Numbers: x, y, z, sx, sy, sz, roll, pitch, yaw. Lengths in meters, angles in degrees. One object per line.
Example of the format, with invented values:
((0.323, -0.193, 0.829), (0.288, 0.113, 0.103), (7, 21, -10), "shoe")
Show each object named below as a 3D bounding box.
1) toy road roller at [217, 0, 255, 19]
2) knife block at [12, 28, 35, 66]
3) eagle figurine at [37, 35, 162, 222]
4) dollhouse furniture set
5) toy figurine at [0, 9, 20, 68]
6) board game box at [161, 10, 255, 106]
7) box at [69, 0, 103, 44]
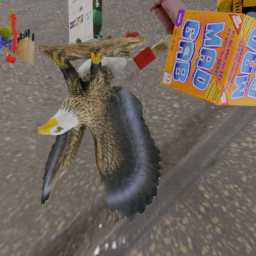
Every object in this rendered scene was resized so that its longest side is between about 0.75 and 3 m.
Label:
((2.892, -3.511, 7.224), (1.120, 1.534, 0.942), (7, 71, 23), "toy road roller")
((-2.554, -2.103, 7.152), (0.895, 0.286, 0.786), (37, 94, 34), "knife block")
((-0.708, -0.057, 4.962), (2.186, 2.896, 2.197), (-16, 24, -22), "eagle figurine")
((0.763, -2.538, 7.253), (2.084, 0.848, 1.121), (-43, 104, -18), "dollhouse furniture set")
((-3.279, -2.265, 6.557), (1.158, 1.020, 1.934), (3, 36, -30), "toy figurine")
((1.775, -1.318, 5.358), (1.447, 1.445, 1.446), (-2, 23, -37), "board game box")
((-1.444, -3.890, 9.358), (0.410, 2.257, 1.629), (-3, 3, -39), "box")
